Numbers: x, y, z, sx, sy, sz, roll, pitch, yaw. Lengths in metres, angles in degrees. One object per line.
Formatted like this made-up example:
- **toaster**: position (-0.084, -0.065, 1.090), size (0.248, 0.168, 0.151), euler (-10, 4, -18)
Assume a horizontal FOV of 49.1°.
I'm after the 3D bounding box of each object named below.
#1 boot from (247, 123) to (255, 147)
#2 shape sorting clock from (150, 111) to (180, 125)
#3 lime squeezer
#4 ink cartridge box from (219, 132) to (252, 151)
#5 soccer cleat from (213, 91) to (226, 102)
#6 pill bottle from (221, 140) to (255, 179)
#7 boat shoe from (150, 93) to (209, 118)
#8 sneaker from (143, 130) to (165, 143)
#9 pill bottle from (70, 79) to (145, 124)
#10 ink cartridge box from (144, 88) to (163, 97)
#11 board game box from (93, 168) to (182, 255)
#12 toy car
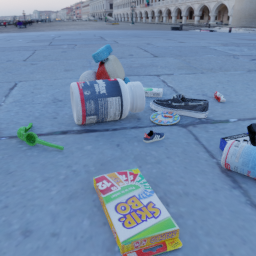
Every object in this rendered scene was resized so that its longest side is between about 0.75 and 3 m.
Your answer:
- **boot**: position (4.858, 0.454, 9.068), size (1.714, 0.563, 1.413), euler (0, 54, -16)
- **shape sorting clock**: position (1.595, -0.456, 12.068), size (1.271, 0.249, 1.271), euler (0, 24, 0)
- **lime squeezer**: position (-3.448, 0.343, 10.259), size (0.985, 0.526, 2.789), euler (19, 4, -45)
- **ink cartridge box**: position (4.274, 0.543, 9.653), size (1.993, 0.441, 0.937), euler (-9, 27, -20)
- **soccer cleat**: position (4.741, -1.608, 14.522), size (0.437, 0.352, 1.025), euler (9, 27, -5)
- **pill bottle**: position (3.655, 0.991, 8.153), size (1.622, 0.882, 0.882), euler (19, 31, 35)
- **boat shoe**: position (2.312, -1.140, 12.749), size (2.699, 0.915, 0.968), euler (13, 28, 25)
- **sneaker**: position (0.990, 0.247, 10.356), size (0.944, 0.399, 0.354), euler (-17, 29, -33)
- **pill bottle**: position (-0.861, -1.186, 11.875), size (2.935, 1.755, 1.755), euler (-8, 26, -16)
- **ink cartridge box**: position (1.315, -2.135, 15.608), size (1.261, 0.392, 1.567), euler (4, 27, 9)
- **board game box**: position (0.111, 1.921, 6.791), size (1.322, 0.415, 2.767), euler (-9, 29, -17)
- **toy car**: position (-1.662, -2.694, 15.253), size (2.762, 2.546, 2.443), euler (-25, 20, 16)
